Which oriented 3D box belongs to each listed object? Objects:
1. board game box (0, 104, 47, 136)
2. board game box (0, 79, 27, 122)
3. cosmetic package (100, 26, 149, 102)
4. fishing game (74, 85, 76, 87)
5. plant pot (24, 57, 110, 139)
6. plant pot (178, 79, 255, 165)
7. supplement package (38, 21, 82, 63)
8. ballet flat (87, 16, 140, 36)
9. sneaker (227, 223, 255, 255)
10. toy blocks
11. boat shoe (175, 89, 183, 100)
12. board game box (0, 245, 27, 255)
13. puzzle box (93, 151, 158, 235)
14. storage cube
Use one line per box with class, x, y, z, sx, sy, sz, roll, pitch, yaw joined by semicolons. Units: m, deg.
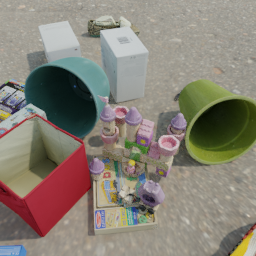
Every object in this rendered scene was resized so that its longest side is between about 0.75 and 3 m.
board game box;-3.647;0.697;8.866;0.816;1.874;2.540;27;52;24
board game box;-4.429;-0.893;11.264;2.427;0.688;2.006;21;51;20
cosmetic package;-0.239;-2.699;11.914;1.378;2.241;2.234;-14;47;-14
fishing game;-2.465;-1.457;11.992;1.440;0.313;2.011;-14;54;-15
plant pot;-1.959;-1.347;10.348;2.798;2.798;2.245;14;34;13
plant pot;2.895;-0.499;9.911;2.638;2.638;2.505;-7;33;-7
supplement package;-3.236;-3.797;13.507;1.535;1.530;2.617;-15;47;-14
ballet flat;-0.808;-5.714;15.665;2.979;1.122;1.010;1;52;0
sneaker;3.477;3.171;7.110;2.949;1.148;1.212;-37;60;-20
toy blocks;0.240;0.400;8.318;2.638;2.376;2.823;18;48;15
boat shoe;2.292;-1.499;12.142;0.309;0.266;0.849;29;52;26
board game box;-3.393;3.841;6.379;1.632;0.483;2.145;0;46;-2
puzzle box;-0.192;1.893;8.760;1.807;0.345;2.717;-5;46;-5
storage cube;-2.594;1.326;8.032;2.087;2.195;2.442;27;52;24
